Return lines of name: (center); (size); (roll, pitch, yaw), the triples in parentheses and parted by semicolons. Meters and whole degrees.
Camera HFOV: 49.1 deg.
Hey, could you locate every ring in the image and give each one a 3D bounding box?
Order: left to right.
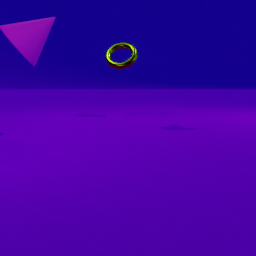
ring: (-0.245, -2.698, 10.414); (1.251, 1.251, 0.250); (2, -28, 11)

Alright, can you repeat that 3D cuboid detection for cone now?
cone: (-2.037, -2.135, 6.235); (1.076, 1.072, 1.072); (-40, 13, -3)
